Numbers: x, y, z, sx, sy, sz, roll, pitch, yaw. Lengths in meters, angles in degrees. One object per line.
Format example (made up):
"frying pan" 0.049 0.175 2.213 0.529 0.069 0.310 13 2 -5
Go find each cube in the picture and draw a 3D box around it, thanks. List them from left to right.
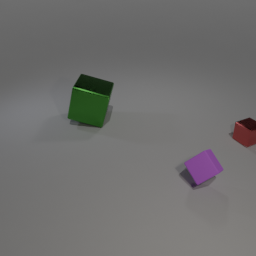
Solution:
"cube" -1.448 -1.093 11.039 1.400 1.400 1.400 15 32 -4
"cube" 2.126 1.073 7.832 0.700 0.700 0.700 0 57 -61
"cube" 4.259 0.146 9.929 0.700 0.700 0.700 -16 34 -21
